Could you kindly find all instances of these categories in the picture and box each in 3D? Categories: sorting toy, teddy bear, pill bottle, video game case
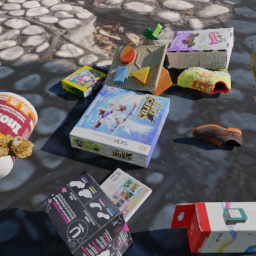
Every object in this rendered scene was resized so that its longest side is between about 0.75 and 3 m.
[{"bbox_3d":[0.332,-2.660,10.260,2.152,0.429,2.912,4,64,26],"label":"sorting toy"},{"bbox_3d":[-2.449,0.328,5.441,1.152,0.384,0.835,6,8,24],"label":"teddy bear"},{"bbox_3d":[-3.673,0.380,7.673,1.522,1.522,2.694,5,45,6],"label":"pill bottle"},{"bbox_3d":[-0.216,1.756,7.261,1.155,0.150,1.269,29,51,26],"label":"video game case"},{"bbox_3d":[-0.150,-0.212,8.917,2.417,0.606,2.667,14,47,13],"label":"video game case"}]

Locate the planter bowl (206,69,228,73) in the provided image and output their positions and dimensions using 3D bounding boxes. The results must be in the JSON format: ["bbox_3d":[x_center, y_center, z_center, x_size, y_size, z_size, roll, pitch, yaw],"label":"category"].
[{"bbox_3d":[3.626,-2.484,11.367,0.909,0.378,0.909,0,44,0],"label":"planter bowl"}]

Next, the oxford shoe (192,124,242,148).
[{"bbox_3d":[2.707,0.275,8.498,1.520,0.541,0.551,3,50,4],"label":"oxford shoe"}]

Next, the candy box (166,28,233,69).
[{"bbox_3d":[2.981,-3.264,11.478,2.348,0.840,1.970,5,43,24],"label":"candy box"}]

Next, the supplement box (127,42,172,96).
[{"bbox_3d":[0.575,-2.274,10.688,0.820,0.848,2.464,-39,52,-4],"label":"supplement box"}]

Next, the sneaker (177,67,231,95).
[{"bbox_3d":[2.816,-1.650,10.246,2.040,0.797,0.921,1,47,1],"label":"sneaker"}]

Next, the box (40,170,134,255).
[{"bbox_3d":[-0.763,1.999,5.696,1.083,1.888,1.248,-36,54,-19],"label":"box"}]

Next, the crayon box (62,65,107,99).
[{"bbox_3d":[-1.634,-1.769,10.639,1.136,0.384,1.317,27,51,27],"label":"crayon box"}]

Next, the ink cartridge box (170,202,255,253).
[{"bbox_3d":[2.000,2.186,6.107,1.987,1.154,0.668,-1,45,-1],"label":"ink cartridge box"}]

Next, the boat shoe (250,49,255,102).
[{"bbox_3d":[2.650,-0.635,5.055,0.703,1.948,0.633,-48,42,-10],"label":"boat shoe"}]
